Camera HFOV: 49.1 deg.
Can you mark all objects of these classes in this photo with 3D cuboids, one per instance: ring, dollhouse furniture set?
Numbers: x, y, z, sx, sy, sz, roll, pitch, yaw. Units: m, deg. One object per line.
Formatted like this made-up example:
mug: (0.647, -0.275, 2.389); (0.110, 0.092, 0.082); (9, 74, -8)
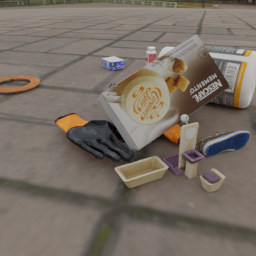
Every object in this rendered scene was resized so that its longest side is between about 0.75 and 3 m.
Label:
ring: (-4.152, -1.581, 10.219); (1.839, 0.176, 1.839); (1, 27, 0)
dollhouse furniture set: (0.717, 0.522, 5.054); (1.672, 1.187, 1.325); (-13, 30, -24)

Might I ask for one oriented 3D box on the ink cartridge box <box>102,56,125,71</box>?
ink cartridge box: (-0.622, -2.837, 12.366); (0.716, 0.401, 1.050); (-16, 30, -29)

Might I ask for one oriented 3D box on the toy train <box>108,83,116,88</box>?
toy train: (-0.253, -1.442, 9.730); (1.002, 0.171, 0.230); (2, 48, 27)

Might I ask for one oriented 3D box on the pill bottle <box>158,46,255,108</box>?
pill bottle: (2.437, -1.697, 8.772); (2.894, 1.684, 1.684); (15, 31, 27)

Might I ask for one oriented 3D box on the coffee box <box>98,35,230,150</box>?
coffee box: (0.724, -0.725, 5.917); (2.333, 1.334, 0.930); (-33, 3, -10)

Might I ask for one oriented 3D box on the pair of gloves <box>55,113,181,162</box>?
pair of gloves: (-0.088, -0.033, 6.785); (2.847, 0.352, 2.536); (-16, 32, -37)

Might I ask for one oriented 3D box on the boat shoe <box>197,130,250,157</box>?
boat shoe: (2.166, 0.254, 6.363); (1.296, 0.468, 0.469); (-12, 28, -21)

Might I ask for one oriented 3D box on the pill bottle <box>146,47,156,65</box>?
pill bottle: (1.054, -3.260, 12.748); (0.450, 0.801, 0.450); (0, 27, 0)
